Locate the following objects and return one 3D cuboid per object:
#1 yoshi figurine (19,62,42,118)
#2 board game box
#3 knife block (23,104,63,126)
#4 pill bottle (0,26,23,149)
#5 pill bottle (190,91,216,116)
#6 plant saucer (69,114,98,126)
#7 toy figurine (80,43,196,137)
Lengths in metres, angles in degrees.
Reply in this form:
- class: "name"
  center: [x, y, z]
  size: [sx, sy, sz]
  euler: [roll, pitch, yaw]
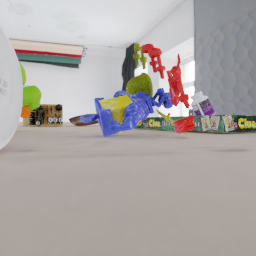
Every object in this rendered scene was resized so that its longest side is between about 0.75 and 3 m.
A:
- class: "yoshi figurine"
  center: [-2.635, -0.684, 4.584]
  size: [2.270, 1.271, 1.276]
  euler: [-5, 14, -28]
- class: "board game box"
  center: [1.306, -0.091, 5.455]
  size: [1.408, 0.315, 2.687]
  euler: [-3, 3, -29]
- class: "knife block"
  center: [-2.392, -0.409, 9.187]
  size: [1.967, 0.717, 2.241]
  euler: [2, 2, 31]
- class: "pill bottle"
  center: [-1.436, -0.236, 1.578]
  size: [1.441, 0.783, 0.783]
  euler: [0, 2, 3]
- class: "pill bottle"
  center: [2.768, -0.725, 10.372]
  size: [0.670, 1.191, 0.670]
  euler: [-26, 3, 2]
- class: "plant saucer"
  center: [-1.363, -0.251, 9.371]
  size: [1.216, 0.222, 1.216]
  euler: [-9, -7, -1]
- class: "toy figurine"
  center: [-0.103, -0.418, 3.575]
  size: [1.150, 1.013, 1.920]
  euler: [-19, 26, -7]
